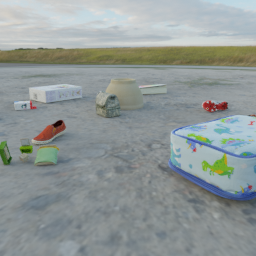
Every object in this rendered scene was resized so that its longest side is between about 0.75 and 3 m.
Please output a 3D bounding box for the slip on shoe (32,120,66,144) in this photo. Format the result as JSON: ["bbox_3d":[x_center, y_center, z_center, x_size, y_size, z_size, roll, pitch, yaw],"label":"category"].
[{"bbox_3d":[-2.606,0.130,9.270,0.549,0.454,1.482,11,27,26],"label":"slip on shoe"}]

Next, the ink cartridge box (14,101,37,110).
[{"bbox_3d":[-5.111,-1.136,13.973,1.016,0.342,0.590,-6,17,-23],"label":"ink cartridge box"}]

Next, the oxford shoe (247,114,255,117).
[{"bbox_3d":[4.153,-0.009,9.024,0.853,0.905,2.421,13,20,38],"label":"oxford shoe"}]

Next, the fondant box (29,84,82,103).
[{"bbox_3d":[-4.245,-2.081,16.579,1.799,0.726,2.494,15,23,42],"label":"fondant box"}]

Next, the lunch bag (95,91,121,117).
[{"bbox_3d":[-0.933,-1.099,12.588,0.858,1.033,1.231,-10,19,-30],"label":"lunch bag"}]

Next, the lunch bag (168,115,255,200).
[{"bbox_3d":[2.578,0.515,6.634,2.949,1.216,2.371,-11,21,-34],"label":"lunch bag"}]

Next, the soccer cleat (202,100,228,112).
[{"bbox_3d":[4.113,-1.070,13.526,1.597,0.548,0.680,-5,7,-27],"label":"soccer cleat"}]

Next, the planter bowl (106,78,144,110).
[{"bbox_3d":[-0.226,-1.820,14.432,2.114,1.423,2.114,1,16,0],"label":"planter bowl"}]

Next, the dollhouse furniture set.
[{"bbox_3d":[-2.564,0.584,7.352,1.420,0.548,0.710,-4,33,-4],"label":"dollhouse furniture set"}]

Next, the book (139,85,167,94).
[{"bbox_3d":[1.159,-2.592,18.880,2.410,0.579,1.610,-8,14,-20],"label":"book"}]
